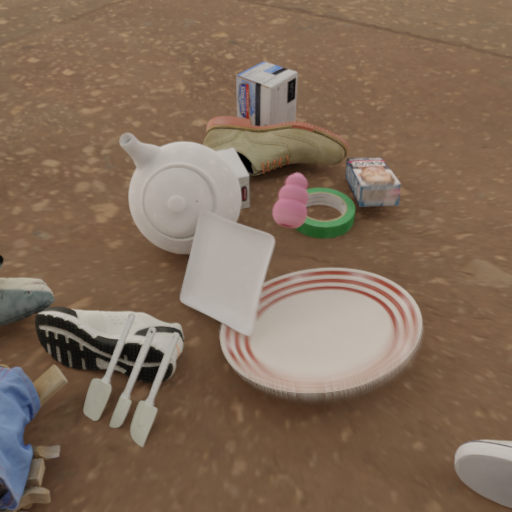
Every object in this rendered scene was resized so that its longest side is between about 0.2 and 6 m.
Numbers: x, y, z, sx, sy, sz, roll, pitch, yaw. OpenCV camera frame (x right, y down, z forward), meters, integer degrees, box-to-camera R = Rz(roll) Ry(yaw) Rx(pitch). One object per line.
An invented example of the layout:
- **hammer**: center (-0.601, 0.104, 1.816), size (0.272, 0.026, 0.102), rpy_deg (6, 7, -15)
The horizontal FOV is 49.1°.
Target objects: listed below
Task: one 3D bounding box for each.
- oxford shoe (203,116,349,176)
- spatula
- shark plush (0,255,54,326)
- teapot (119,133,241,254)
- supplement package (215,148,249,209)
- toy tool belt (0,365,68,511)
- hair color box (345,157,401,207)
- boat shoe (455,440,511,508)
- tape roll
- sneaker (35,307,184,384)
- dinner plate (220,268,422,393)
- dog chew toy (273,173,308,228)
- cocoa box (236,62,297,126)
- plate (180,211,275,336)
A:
- **oxford shoe**: center (0.393, -2.248, 12.528), size (3.274, 1.159, 1.209), rpy_deg (6, 63, 12)
- **spatula**: center (-1.759, 1.691, 7.902), size (1.138, 0.131, 1.637), rpy_deg (21, 90, 26)
- **shark plush**: center (-4.524, 1.006, 8.695), size (2.615, 1.188, 1.089), rpy_deg (-26, 54, -25)
- **teapot**: center (-1.265, -0.938, 9.928), size (2.228, 2.199, 1.627), rpy_deg (6, 12, -3)
- **supplement package**: center (-1.002, -1.520, 11.699), size (1.491, 0.826, 1.161), rpy_deg (-13, 43, -13)
- **toy tool belt**: center (-3.174, 2.416, 6.631), size (1.715, 1.743, 2.791), rpy_deg (-11, 34, -9)
- **hair color box**: center (2.419, -1.576, 11.744), size (0.820, 0.496, 1.639), rpy_deg (-3, 29, -1)
- **boat shoe**: center (3.782, 2.672, 7.019), size (2.551, 0.918, 0.838), rpy_deg (9, 37, 10)
- **tape roll**: center (1.332, -0.885, 11.382), size (1.326, 0.319, 1.326), rpy_deg (0, 43, 0)
- **sneaker**: center (-2.263, 1.272, 8.737), size (2.430, 0.896, 0.972), rpy_deg (14, 29, 10)
- **dinner plate**: center (0.980, 1.123, 8.715), size (3.080, 0.373, 3.080), rpy_deg (-9, 29, 5)
- **dog chew toy**: center (0.522, -0.801, 7.987), size (0.485, 0.485, 0.778), rpy_deg (12, 85, 13)
- **cocoa box**: center (0.249, -3.621, 13.440), size (1.060, 1.615, 1.077), rpy_deg (29, 49, 28)
- **plate**: center (-0.444, 0.246, 9.027), size (1.635, 1.638, 0.265), rpy_deg (22, 13, 37)
